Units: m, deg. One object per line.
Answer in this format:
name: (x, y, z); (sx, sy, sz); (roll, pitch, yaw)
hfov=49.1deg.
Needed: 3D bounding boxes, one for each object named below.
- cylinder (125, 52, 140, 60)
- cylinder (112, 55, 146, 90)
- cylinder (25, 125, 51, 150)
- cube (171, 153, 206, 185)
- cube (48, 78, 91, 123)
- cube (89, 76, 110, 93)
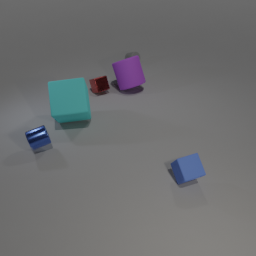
cylinder: (0.281, -4.291, 17.161); (0.700, 0.700, 0.700); (-24, 21, -33)
cylinder: (0.048, -2.804, 14.245); (1.400, 1.400, 1.400); (-17, 14, 4)
cylinder: (-3.175, 0.341, 9.928); (0.700, 0.700, 0.700); (-23, 37, -14)
cube: (1.819, 1.251, 8.546); (0.700, 0.700, 0.700); (-15, 74, -14)
cube: (-2.313, -1.074, 11.303); (1.400, 1.400, 1.400); (-8, -9, -3)
cube: (-1.443, -2.209, 14.155); (0.700, 0.700, 0.700); (-22, 16, -27)
